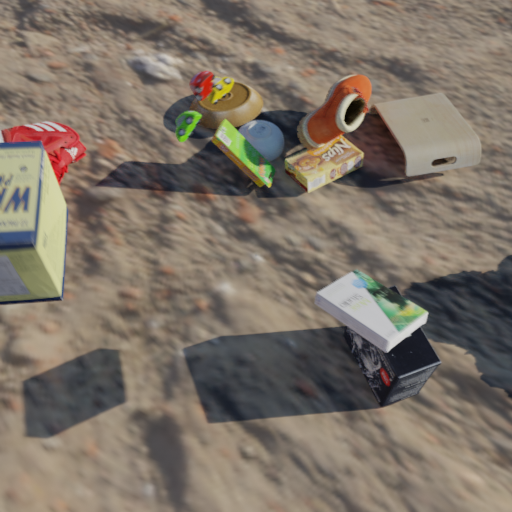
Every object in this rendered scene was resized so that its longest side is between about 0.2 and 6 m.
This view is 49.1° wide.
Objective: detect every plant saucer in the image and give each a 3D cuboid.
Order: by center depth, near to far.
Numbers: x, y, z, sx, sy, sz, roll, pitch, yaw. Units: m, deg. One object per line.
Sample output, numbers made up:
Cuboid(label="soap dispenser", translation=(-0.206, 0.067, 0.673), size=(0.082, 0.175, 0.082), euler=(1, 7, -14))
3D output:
Cuboid(label="plant saucer", translation=(-0.658, -3.300, 11.965), size=(1.608, 0.285, 1.608), euler=(-4, 48, 4))

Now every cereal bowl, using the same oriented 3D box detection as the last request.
Cuboid(label="cereal bowl", translation=(0.068, -2.409, 11.431), size=(1.025, 0.427, 1.025), euler=(0, 56, 1))

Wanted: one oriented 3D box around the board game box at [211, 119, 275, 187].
Cuboid(label="board game box", translation=(-0.212, -1.916, 10.696), size=(1.424, 0.214, 0.680), euler=(40, 39, -19))

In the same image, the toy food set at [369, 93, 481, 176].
Cuboid(label="toy food set", translation=(3.390, -2.506, 11.461), size=(1.551, 0.653, 2.161), euler=(-11, 48, -7))

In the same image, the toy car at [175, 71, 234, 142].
Cuboid(label="toy car", translation=(-0.943, -2.365, 8.817), size=(0.296, 1.248, 1.326), euler=(39, 19, 5))

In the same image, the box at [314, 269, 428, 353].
Cuboid(label="box", translation=(1.470, 0.669, 7.208), size=(0.852, 0.214, 1.180), euler=(-27, 47, -35))

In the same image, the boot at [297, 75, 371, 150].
Cuboid(label="boot", translation=(1.849, -2.928, 10.899), size=(0.834, 1.192, 2.223), euler=(51, 57, -19))

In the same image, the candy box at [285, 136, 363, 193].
Cuboid(label="candy box", translation=(1.337, -1.833, 11.029), size=(1.354, 0.374, 0.781), euler=(-27, 52, -18))

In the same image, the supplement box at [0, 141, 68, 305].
Cuboid(label="supplement box", translation=(-3.581, -0.439, 8.230), size=(1.179, 1.754, 1.756), euler=(-4, 61, -7))

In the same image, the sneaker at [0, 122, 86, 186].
Cuboid(label="sneaker", translation=(-3.893, -1.621, 10.492), size=(1.681, 1.140, 2.910), euler=(-25, 62, -16))

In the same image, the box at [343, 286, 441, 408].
Cuboid(label="box", translation=(1.967, 1.369, 8.361), size=(0.698, 1.221, 1.341), euler=(-17, 57, -11))
